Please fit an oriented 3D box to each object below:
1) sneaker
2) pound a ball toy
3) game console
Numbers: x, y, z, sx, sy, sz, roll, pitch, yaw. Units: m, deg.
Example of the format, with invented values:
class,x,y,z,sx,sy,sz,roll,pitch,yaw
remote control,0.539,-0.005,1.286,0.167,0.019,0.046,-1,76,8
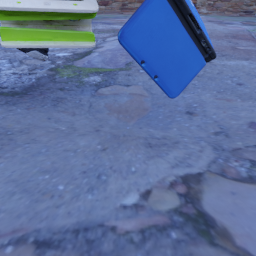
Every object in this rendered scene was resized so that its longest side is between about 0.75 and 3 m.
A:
class,x,y,z,sx,sy,sz,roll,pitch,yaw
sneaker,-3.415,-3.069,9.012,2.045,1.164,0.772,21,14,-28
pound a ball toy,-1.780,-3.070,6.929,2.803,1.828,1.191,-6,50,-16
game console,0.986,-2.460,7.046,1.534,2.592,2.212,-26,48,25
